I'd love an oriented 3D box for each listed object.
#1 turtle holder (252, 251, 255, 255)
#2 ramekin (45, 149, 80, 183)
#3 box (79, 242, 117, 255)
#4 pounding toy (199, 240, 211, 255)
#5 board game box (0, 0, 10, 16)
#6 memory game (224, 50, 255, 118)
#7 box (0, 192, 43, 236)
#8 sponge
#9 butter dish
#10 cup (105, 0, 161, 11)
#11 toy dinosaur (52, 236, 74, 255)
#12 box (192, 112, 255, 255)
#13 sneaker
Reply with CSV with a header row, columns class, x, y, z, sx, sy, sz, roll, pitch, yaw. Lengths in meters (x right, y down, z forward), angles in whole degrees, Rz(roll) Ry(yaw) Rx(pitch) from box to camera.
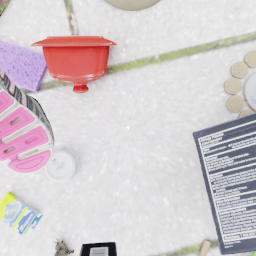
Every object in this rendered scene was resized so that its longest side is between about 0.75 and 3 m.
class,x,y,z,sx,sy,sz,roll,pitch,yaw
turtle holder,4.005,3.241,7.018,2.576,1.829,1.957,16,111,28
ramekin,-1.880,1.079,7.926,0.983,0.516,0.983,0,83,0
box,-0.425,2.443,4.240,0.589,0.835,1.129,-2,89,-5
pounding toy,2.776,4.477,7.173,2.588,1.201,1.998,31,84,3
board game box,-5.149,-3.964,8.420,2.625,0.744,2.170,28,86,3
memory game,4.177,-1.074,8.359,2.661,0.169,2.661,0,84,-1
box,-3.105,2.435,7.885,1.197,0.285,0.730,33,85,4
sponge,-3.481,-1.919,8.392,2.063,0.308,1.151,19,83,2
butter dish,-1.359,-1.733,7.738,2.129,2.123,1.574,-3,109,-4
cup,0.204,-4.967,7.709,2.740,1.960,2.740,0,92,-6
toy dinosaur,-1.839,3.554,7.752,0.544,0.410,1.065,10,90,15
box,2.836,1.001,5.429,2.432,1.499,2.412,-20,61,24
sneaker,-2.004,-0.414,4.133,0.958,1.136,2.596,-43,90,-6
